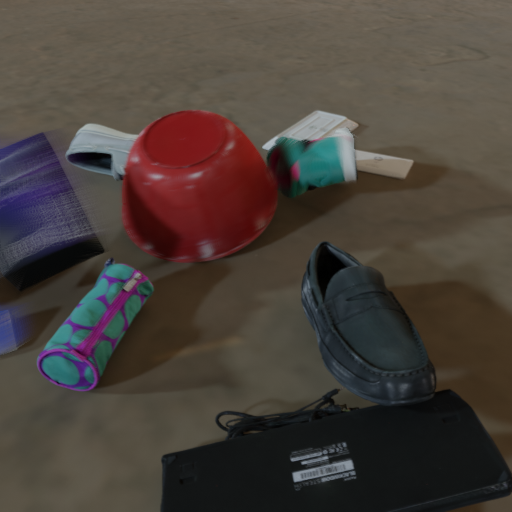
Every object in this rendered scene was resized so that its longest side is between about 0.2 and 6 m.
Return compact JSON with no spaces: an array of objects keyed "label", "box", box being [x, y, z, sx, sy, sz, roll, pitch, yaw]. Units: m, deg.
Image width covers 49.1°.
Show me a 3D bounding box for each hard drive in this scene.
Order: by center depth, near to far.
[{"label":"hard drive","box":[-3.691,1.094,7.393,0.893,0.113,0.589,-14,62,-20]}]

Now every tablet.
[{"label":"tablet","box":[2.572,-1.983,11.984,1.418,0.097,0.923,16,38,20]}]

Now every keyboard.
[{"label":"keyboard","box":[0.675,2.165,5.647,3.275,0.649,1.705,-13,31,2]}]

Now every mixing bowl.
[{"label":"mixing bowl","box":[-1.074,-1.417,9.287,2.750,1.489,2.750,-4,52,5]}]

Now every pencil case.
[{"label":"pencil case","box":[-2.035,0.863,7.300,0.788,0.856,1.853,39,37,-13]}]

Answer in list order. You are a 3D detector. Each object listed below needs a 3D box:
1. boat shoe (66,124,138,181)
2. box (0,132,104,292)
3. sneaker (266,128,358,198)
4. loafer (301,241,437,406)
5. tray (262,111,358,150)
[{"label":"boat shoe","box":[-2.552,-1.857,11.240,2.798,0.976,0.996,16,60,19]},{"label":"box","box":[-3.230,-0.648,8.053,1.322,0.739,1.873,-28,73,-11]},{"label":"sneaker","box":[1.029,-1.767,10.637,1.618,1.121,2.680,-7,11,8]},{"label":"loafer","box":[1.182,0.675,6.744,1.061,1.097,3.125,-7,20,-8]},{"label":"tray","box":[1.324,-2.911,13.148,1.315,0.272,2.450,22,41,26]}]
